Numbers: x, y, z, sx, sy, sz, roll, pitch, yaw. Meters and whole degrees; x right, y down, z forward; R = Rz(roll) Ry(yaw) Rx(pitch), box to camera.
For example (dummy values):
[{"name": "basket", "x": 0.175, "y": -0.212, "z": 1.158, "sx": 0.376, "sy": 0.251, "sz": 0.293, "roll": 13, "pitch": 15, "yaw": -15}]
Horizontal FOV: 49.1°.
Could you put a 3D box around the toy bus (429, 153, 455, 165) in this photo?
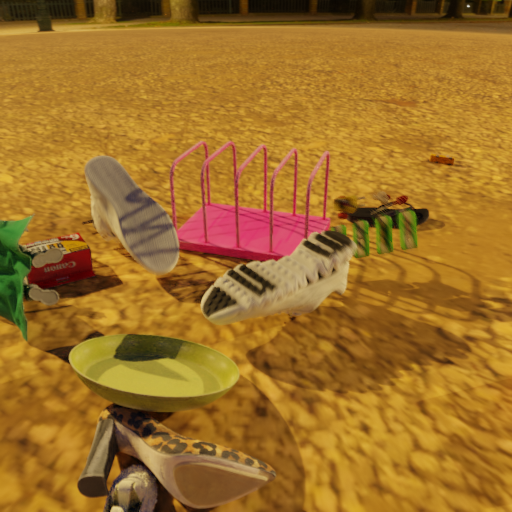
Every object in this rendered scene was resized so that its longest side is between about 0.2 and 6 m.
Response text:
[{"name": "toy bus", "x": 5.248, "y": -2.724, "z": 15.780, "sx": 0.672, "sy": 0.219, "sz": 0.263, "roll": 14, "pitch": 30, "yaw": 25}]

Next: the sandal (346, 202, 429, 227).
[{"name": "sandal", "x": 2.899, "y": -0.946, "z": 12.265, "sx": 1.833, "sy": 0.393, "sz": 0.697, "roll": 0, "pitch": 28, "yaw": 0}]

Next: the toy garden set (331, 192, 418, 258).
[{"name": "toy garden set", "x": 2.025, "y": -0.640, "z": 9.971, "sx": 1.529, "sy": 0.305, "sz": 1.275, "roll": -11, "pitch": 60, "yaw": 27}]

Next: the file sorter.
[{"name": "file sorter", "x": -0.074, "y": -1.182, "z": 11.213, "sx": 2.879, "sy": 1.805, "sz": 2.000, "roll": 9, "pitch": 30, "yaw": 15}]

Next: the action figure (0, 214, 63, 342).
[{"name": "action figure", "x": -4.411, "y": 0.043, "z": 9.463, "sx": 3.273, "sy": 1.933, "sz": 0.895, "roll": 14, "pitch": 7, "yaw": 40}]

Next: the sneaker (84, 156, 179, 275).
[{"name": "sneaker", "x": -2.353, "y": -0.512, "z": 10.738, "sx": 0.974, "sy": 1.529, "sz": 2.645, "roll": -28, "pitch": 71, "yaw": -24}]

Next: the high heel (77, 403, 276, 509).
[{"name": "high heel", "x": -0.838, "y": 2.077, "z": 6.378, "sx": 2.073, "sy": 0.740, "sz": 1.478, "roll": 2, "pitch": 20, "yaw": -2}]

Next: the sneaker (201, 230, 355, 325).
[{"name": "sneaker", "x": 0.434, "y": 0.560, "z": 8.780, "sx": 2.712, "sy": 1.099, "sz": 1.019, "roll": -21, "pitch": 37, "yaw": -24}]

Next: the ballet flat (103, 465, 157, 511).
[{"name": "ballet flat", "x": -1.323, "y": 2.590, "z": 5.588, "sx": 0.531, "sy": 0.531, "sz": 1.481, "roll": 2, "pitch": 28, "yaw": 4}]

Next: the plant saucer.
[{"name": "plant saucer", "x": -1.293, "y": 1.496, "z": 7.179, "sx": 2.142, "sy": 0.333, "sz": 2.142, "roll": 9, "pitch": 9, "yaw": -1}]

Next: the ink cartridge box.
[{"name": "ink cartridge box", "x": -3.643, "y": 0.092, "z": 10.222, "sx": 1.176, "sy": 0.493, "sz": 1.033, "roll": -16, "pitch": 32, "yaw": -28}]

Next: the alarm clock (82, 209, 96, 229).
[{"name": "alarm clock", "x": -2.955, "y": -1.009, "z": 12.298, "sx": 1.097, "sy": 0.541, "sz": 1.626, "roll": 11, "pitch": 27, "yaw": 20}]
